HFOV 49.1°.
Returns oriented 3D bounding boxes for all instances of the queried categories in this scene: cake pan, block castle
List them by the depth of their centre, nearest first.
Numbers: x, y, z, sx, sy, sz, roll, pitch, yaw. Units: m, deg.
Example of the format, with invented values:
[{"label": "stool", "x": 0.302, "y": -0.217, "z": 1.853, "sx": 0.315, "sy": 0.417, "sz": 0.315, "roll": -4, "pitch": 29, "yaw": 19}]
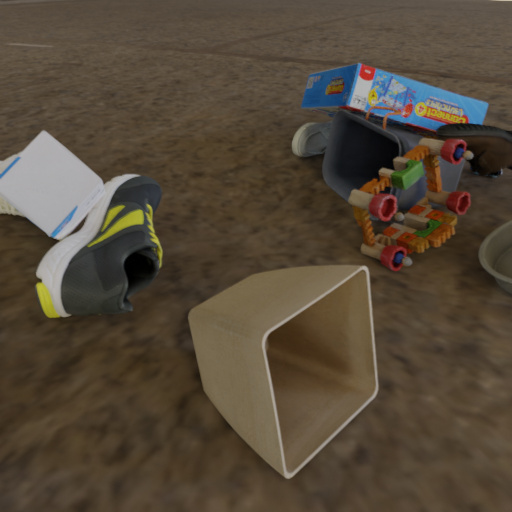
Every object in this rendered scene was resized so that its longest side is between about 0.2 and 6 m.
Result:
[{"label": "cake pan", "x": 4.151, "y": -0.035, "z": 7.587, "sx": 2.098, "sy": 0.385, "sz": 2.098, "roll": -18, "pitch": 24, "yaw": 8}, {"label": "block castle", "x": 2.379, "y": -0.767, "z": 8.256, "sx": 1.943, "sy": 1.298, "sz": 0.912, "roll": -36, "pitch": 37, "yaw": -23}]

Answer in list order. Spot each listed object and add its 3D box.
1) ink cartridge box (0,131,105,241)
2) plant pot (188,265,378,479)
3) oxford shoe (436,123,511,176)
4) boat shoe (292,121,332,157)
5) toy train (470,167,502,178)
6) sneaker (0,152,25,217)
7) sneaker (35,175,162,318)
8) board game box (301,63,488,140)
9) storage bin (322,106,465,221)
[{"label": "ink cartridge box", "x": -2.541, "y": -0.820, "z": 7.019, "sx": 0.912, "sy": 0.896, "sz": 1.239, "roll": -51, "pitch": 9, "yaw": -10}, {"label": "plant pot", "x": 0.197, "y": 0.944, "z": 5.617, "sx": 1.346, "sy": 1.520, "sz": 1.519, "roll": 12, "pitch": 30, "yaw": 43}, {"label": "oxford shoe", "x": 4.099, "y": -1.889, "z": 10.069, "sx": 2.139, "sy": 0.903, "sz": 0.777, "roll": 6, "pitch": 17, "yaw": -23}, {"label": "boat shoe", "x": 1.588, "y": -2.580, "z": 12.235, "sx": 0.697, "sy": 0.683, "sz": 1.958, "roll": 21, "pitch": 33, "yaw": 38}, {"label": "toy train", "x": 4.629, "y": -1.742, "z": 11.257, "sx": 0.616, "sy": 0.263, "sz": 0.351, "roll": 15, "pitch": 24, "yaw": 24}, {"label": "sneaker", "x": -4.008, "y": -0.990, "z": 9.369, "sx": 1.400, "sy": 1.098, "sz": 2.817, "roll": -21, "pitch": 27, "yaw": -21}, {"label": "sneaker", "x": -1.799, "y": -0.115, "z": 7.821, "sx": 1.254, "sy": 1.103, "sz": 2.963, "roll": 10, "pitch": 40, "yaw": 10}, {"label": "board game box", "x": 2.675, "y": -3.075, "z": 11.497, "sx": 2.765, "sy": 0.789, "sz": 2.824, "roll": 12, "pitch": 11, "yaw": -15}, {"label": "storage bin", "x": 2.483, "y": -1.754, "z": 10.048, "sx": 1.579, "sy": 1.710, "sz": 2.350, "roll": -2, "pitch": 27, "yaw": -22}]
